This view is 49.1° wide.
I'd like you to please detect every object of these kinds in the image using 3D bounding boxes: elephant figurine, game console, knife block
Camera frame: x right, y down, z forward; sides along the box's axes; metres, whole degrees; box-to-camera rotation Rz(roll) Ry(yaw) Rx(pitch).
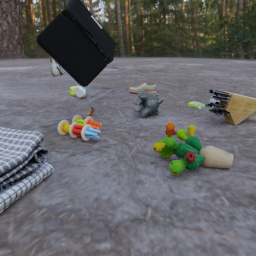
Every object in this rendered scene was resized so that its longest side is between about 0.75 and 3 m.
[{"bbox_3d":[0.946,-1.121,12.846,1.343,1.225,1.731,35,11,12],"label":"elephant figurine"},{"bbox_3d":[-1.580,-2.833,9.187,1.259,2.164,1.903,-27,36,27],"label":"game console"},{"bbox_3d":[4.200,-1.149,11.224,2.094,1.838,0.670,-34,25,-4],"label":"knife block"}]

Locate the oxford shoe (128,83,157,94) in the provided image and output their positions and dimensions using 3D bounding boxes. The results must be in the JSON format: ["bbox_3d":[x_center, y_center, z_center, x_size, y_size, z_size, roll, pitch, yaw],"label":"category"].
[{"bbox_3d":[0.922,-2.526,17.611,1.816,0.670,0.643,1,18,3],"label":"oxford shoe"}]

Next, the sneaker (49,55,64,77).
[{"bbox_3d":[-2.687,-2.563,10.652,0.522,1.191,0.450,-8,13,-22],"label":"sneaker"}]

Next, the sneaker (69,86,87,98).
[{"bbox_3d":[-2.737,-2.210,16.635,0.953,0.687,1.814,-13,21,-35],"label":"sneaker"}]

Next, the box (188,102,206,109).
[{"bbox_3d":[3.509,-1.168,14.267,0.476,0.186,0.781,-13,21,-31],"label":"box"}]

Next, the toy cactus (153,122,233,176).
[{"bbox_3d":[1.801,0.557,7.744,2.116,1.311,2.565,13,12,9],"label":"toy cactus"}]

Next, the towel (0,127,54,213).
[{"bbox_3d":[-3.542,0.823,6.528,2.843,1.216,2.354,7,20,20],"label":"towel"}]

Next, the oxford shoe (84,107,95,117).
[{"bbox_3d":[-1.761,-0.704,12.586,0.334,0.342,0.938,3,18,8],"label":"oxford shoe"}]

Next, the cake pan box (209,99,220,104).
[{"bbox_3d":[5.113,-1.219,14.060,1.618,0.423,1.490,-13,20,-34],"label":"cake pan box"}]

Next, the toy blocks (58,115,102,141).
[{"bbox_3d":[-1.471,0.004,10.050,1.605,0.583,1.338,11,21,29],"label":"toy blocks"}]

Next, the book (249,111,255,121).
[{"bbox_3d":[6.661,-0.633,12.193,2.506,0.602,1.674,-14,26,-41],"label":"book"}]
